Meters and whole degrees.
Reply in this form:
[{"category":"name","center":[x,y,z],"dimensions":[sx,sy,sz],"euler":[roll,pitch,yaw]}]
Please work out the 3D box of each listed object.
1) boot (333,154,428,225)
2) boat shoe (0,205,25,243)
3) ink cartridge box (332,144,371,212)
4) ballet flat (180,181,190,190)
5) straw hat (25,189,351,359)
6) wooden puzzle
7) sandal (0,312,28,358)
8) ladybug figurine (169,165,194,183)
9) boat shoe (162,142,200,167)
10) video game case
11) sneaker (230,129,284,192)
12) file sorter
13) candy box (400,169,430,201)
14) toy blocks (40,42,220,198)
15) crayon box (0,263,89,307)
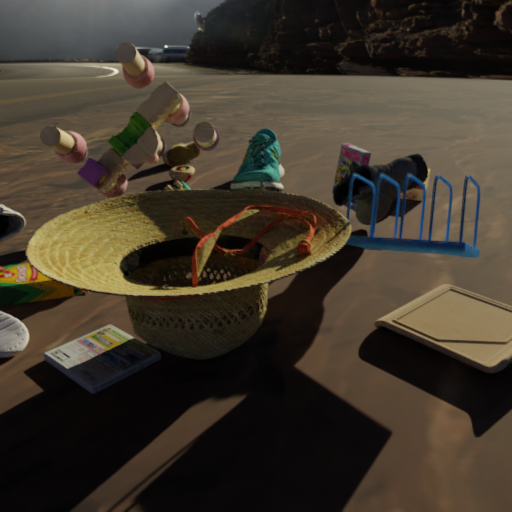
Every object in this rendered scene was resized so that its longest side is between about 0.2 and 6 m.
[{"category":"boot","center":[1.990,-1.155,10.330],"dimensions":[1.440,2.188,0.764],"euler":[-13,69,-23]},{"category":"boat shoe","center":[-5.299,-0.345,9.712],"dimensions":[0.883,0.967,2.687],"euler":[8,15,30]},{"category":"ink cartridge box","center":[1.937,-1.605,11.582],"dimensions":[0.268,1.279,0.763],"euler":[-5,25,-27]},{"category":"ballet flat","center":[-1.280,-0.795,10.962],"dimensions":[0.866,0.864,2.585],"euler":[-43,35,-6]},{"category":"straw hat","center":[-0.726,0.380,6.967],"dimensions":[3.772,1.596,3.772],"euler":[-1,24,0]},{"category":"wooden puzzle","center":[2.744,0.934,7.377],"dimensions":[1.670,0.336,1.805],"euler":[-19,24,-38]},{"category":"sandal","center":[-3.969,0.929,7.081],"dimensions":[2.145,0.615,0.822],"euler":[21,42,-1]},{"category":"ladybug figurine","center":[-1.959,-2.157,14.797],"dimensions":[0.631,0.335,0.930],"euler":[6,23,15]},{"category":"boat shoe","center":[-2.300,-2.983,16.576],"dimensions":[0.570,0.635,1.716],"euler":[-2,17,28]},{"category":"video game case","center":[-1.880,1.231,6.851],"dimensions":[1.074,0.118,0.977],"euler":[18,29,39]},{"category":"sneaker","center":[0.047,-2.374,14.026],"dimensions":[1.297,1.333,3.346],"euler":[1,23,3]},{"category":"file sorter","center":[2.098,-0.545,7.479],"dimensions":[1.588,0.974,1.102],"euler":[6,-1,30]},{"category":"candy box","center":[3.719,-1.815,13.802],"dimensions":[0.950,0.455,1.645],"euler":[8,24,19]},{"category":"toy blocks","center":[-2.197,-2.096,11.237],"dimensions":[2.886,2.697,2.429],"euler":[43,0,1]},{"category":"crayon box","center":[-3.307,0.378,8.644],"dimensions":[1.318,0.335,0.837],"euler":[-8,24,-20]}]
